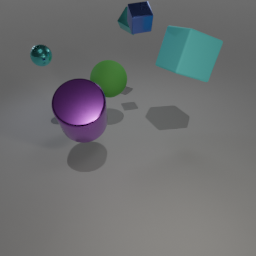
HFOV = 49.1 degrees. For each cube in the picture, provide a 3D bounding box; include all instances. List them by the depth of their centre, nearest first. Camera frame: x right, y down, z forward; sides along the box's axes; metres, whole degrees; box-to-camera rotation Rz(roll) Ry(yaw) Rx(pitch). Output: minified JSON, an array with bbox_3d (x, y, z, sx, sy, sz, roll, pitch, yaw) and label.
[{"bbox_3d":[0.393,-3.695,9.397,0.700,0.700,0.700,-11,63,-8],"label":"cube"},{"bbox_3d":[2.017,-2.507,9.458,1.400,1.400,1.400,9,18,-29],"label":"cube"},{"bbox_3d":[0.083,-4.390,11.514,0.700,0.700,0.700,32,2,8],"label":"cube"}]

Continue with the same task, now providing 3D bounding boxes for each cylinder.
[{"bbox_3d":[-1.296,-0.445,7.843,1.400,1.400,1.400,1,70,-2],"label":"cylinder"}]

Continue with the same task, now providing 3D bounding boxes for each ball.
[{"bbox_3d":[-2.843,-2.374,9.179,0.700,0.700,0.700,0,31,0],"label":"ball"},{"bbox_3d":[-0.731,-1.854,10.600,1.400,1.400,1.400,0,31,0],"label":"ball"}]
